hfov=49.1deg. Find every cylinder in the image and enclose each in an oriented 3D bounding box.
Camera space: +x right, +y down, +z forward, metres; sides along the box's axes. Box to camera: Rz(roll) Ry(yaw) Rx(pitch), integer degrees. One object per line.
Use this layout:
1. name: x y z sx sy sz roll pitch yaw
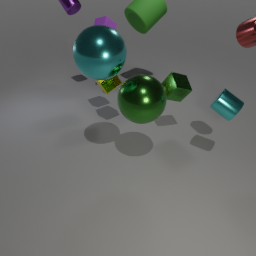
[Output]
1. cylinder: 0.793 -5.242 12.582 1.400 1.400 1.400 -47 46 -7
2. cylinder: -2.408 -5.195 11.617 0.700 0.700 0.700 -31 86 -39
3. cylinder: 3.259 -2.459 7.131 0.700 0.700 0.700 -10 7 -16
4. cylinder: 2.901 -0.683 8.236 0.700 0.700 0.700 38 41 5

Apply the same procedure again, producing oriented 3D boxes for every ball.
1. ball: -0.731 -1.957 7.333 1.400 1.400 1.400 0 32 0
2. ball: 0.396 -0.815 7.958 1.400 1.400 1.400 0 32 0

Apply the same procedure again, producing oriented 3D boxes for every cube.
1. cube: -1.008 -4.292 12.077 0.700 0.700 0.700 6 -8 39
2. cube: 1.687 -1.428 9.813 0.700 0.700 0.700 6 56 -31
3. cube: -0.760 -1.767 10.443 0.700 0.700 0.700 -37 19 -7
